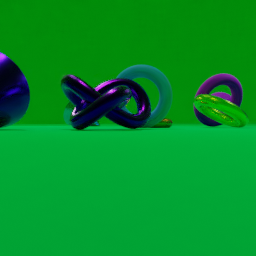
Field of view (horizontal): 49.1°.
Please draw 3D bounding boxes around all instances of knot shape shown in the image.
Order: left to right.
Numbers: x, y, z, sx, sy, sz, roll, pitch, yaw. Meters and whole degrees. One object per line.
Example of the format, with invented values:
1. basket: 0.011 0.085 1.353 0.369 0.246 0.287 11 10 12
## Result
1. knot shape: -0.557 -0.528 5.308 1.703 0.841 1.820 18 19 31

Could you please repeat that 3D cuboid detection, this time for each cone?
1. cone: -2.702 -0.357 4.629 1.648 1.648 1.654 0 27 0
2. cone: -1.718 -0.435 12.232 1.555 1.549 1.549 33 20 33

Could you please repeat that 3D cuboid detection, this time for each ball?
1. ball: 3.346 -0.724 10.247 1.168 1.168 1.168 0 1 0

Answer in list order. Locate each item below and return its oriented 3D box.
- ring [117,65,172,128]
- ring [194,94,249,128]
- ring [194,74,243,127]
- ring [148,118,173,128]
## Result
1. ring: 0.271 -0.669 6.005 1.356 1.356 0.271 0 5 15
2. ring: 2.562 -0.468 7.780 1.568 0.314 1.568 28 -4 2
3. ring: 2.878 -0.859 8.906 1.755 1.755 0.351 0 24 -21
4. ring: 0.602 -0.140 7.950 1.328 0.266 1.328 0 1 0
